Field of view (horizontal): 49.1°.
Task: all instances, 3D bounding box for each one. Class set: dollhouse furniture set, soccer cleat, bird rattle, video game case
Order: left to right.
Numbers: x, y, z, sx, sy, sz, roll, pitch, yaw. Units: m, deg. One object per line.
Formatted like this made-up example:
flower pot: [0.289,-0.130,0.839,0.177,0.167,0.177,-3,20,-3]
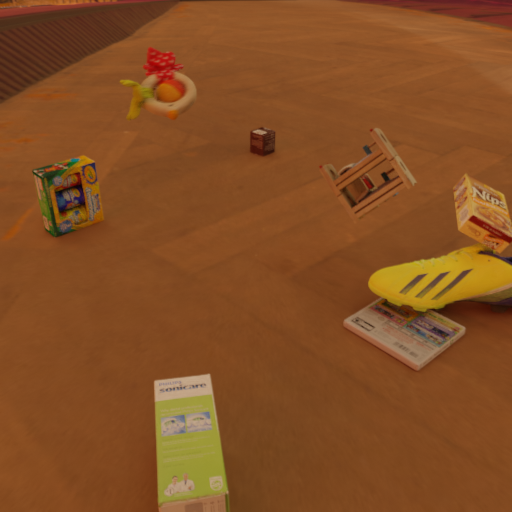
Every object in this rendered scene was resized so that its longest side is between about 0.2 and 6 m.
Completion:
bird rattle: [-1.017,-1.803,6.128,0.772,0.534,0.947,28,52,11]
dollhouse furniture set: [1.882,-1.351,9.085,1.059,1.053,1.503,-34,-1,25]
video game case: [2.376,1.152,9.014,1.311,0.159,1.441,-25,38,-34]
soccer cleat: [3.330,0.262,9.260,2.993,1.252,0.968,1,25,-7]

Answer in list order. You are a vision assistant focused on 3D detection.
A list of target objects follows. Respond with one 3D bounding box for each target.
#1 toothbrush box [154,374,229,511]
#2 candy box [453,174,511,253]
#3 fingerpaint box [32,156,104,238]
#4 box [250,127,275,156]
toothbrush box: [-0.720,2.307,6.134,0.697,1.179,1.619,-6,32,-10]
candy box: [3.649,-0.714,9.042,0.786,0.377,1.361,28,38,-6]
fingerpaint box: [-3.904,-1.244,11.743,1.173,1.406,0.516,-26,41,-36]
box: [0.180,-3.204,15.712,0.523,0.630,0.517,26,39,34]
